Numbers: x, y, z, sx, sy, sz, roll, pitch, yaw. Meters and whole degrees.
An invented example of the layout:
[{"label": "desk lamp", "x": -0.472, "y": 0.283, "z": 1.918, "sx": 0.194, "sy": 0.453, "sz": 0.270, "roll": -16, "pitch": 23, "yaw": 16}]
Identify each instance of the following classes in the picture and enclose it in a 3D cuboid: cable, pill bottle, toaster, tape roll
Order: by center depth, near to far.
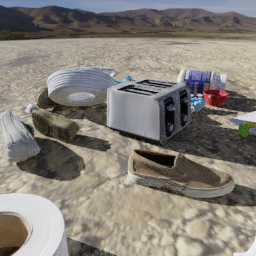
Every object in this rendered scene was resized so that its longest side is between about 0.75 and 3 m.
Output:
[{"label": "tape roll", "x": -2.268, "y": 2.187, "z": 4.808, "sx": 2.455, "sy": 0.859, "sz": 2.455, "roll": 0, "pitch": 22, "yaw": 0}, {"label": "toaster", "x": 0.753, "y": -0.788, "z": 10.788, "sx": 2.898, "sy": 1.719, "sz": 2.620, "roll": 15, "pitch": 26, "yaw": 33}, {"label": "cable", "x": -2.052, "y": -1.736, "z": 12.483, "sx": 2.957, "sy": 1.024, "sz": 2.958, "roll": -1, "pitch": -12, "yaw": -13}, {"label": "pill bottle", "x": 3.958, "y": -2.345, "z": 14.894, "sx": 2.394, "sy": 1.386, "sz": 1.386, "roll": 7, "pitch": 24, "yaw": 19}]

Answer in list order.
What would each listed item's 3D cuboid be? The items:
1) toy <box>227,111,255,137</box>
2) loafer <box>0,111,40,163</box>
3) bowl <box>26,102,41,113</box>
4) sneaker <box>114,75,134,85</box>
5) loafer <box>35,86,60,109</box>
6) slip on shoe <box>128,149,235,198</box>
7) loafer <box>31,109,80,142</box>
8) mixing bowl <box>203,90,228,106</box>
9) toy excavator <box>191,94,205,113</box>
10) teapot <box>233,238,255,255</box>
[{"label": "toy", "x": 5.344, "y": -0.139, "z": 10.643, "sx": 2.743, "sy": 0.648, "sz": 1.580, "roll": -12, "pitch": 28, "yaw": -23}, {"label": "loafer", "x": -3.713, "y": 0.220, "z": 9.435, "sx": 1.039, "sy": 1.041, "sz": 2.977, "roll": -5, "pitch": 29, "yaw": -29}, {"label": "bowl", "x": -4.356, "y": -0.982, "z": 13.008, "sx": 0.760, "sy": 0.357, "sz": 0.760, "roll": -1, "pitch": 23, "yaw": 0}, {"label": "sneaker", "x": 0.312, "y": -2.188, "z": 14.823, "sx": 2.845, "sy": 1.166, "sz": 1.052, "roll": -2, "pitch": 24, "yaw": -5}, {"label": "loafer", "x": -3.730, "y": -1.588, "z": 13.711, "sx": 0.932, "sy": 1.051, "sz": 2.764, "roll": -23, "pitch": 17, "yaw": 24}, {"label": "slip on shoe", "x": 1.364, "y": 1.099, "z": 7.407, "sx": 2.801, "sy": 0.849, "sz": 1.065, "roll": 8, "pitch": 24, "yaw": 17}, {"label": "loafer", "x": -2.711, "y": -0.116, "z": 10.433, "sx": 2.257, "sy": 0.858, "sz": 0.761, "roll": 26, "pitch": 32, "yaw": 28}, {"label": "mixing bowl", "x": 4.260, "y": -1.436, "z": 13.741, "sx": 1.148, "sy": 0.622, "sz": 1.148, "roll": 0, "pitch": 24, "yaw": 0}, {"label": "toy excavator", "x": 2.974, "y": -1.002, "z": 12.837, "sx": 1.265, "sy": 0.650, "sz": 1.301, "roll": -2, "pitch": 32, "yaw": -2}, {"label": "teapot", "x": 3.637, "y": 1.822, "z": 4.161, "sx": 2.744, "sy": 2.780, "sz": 2.031, "roll": 26, "pitch": 62, "yaw": -6}]
